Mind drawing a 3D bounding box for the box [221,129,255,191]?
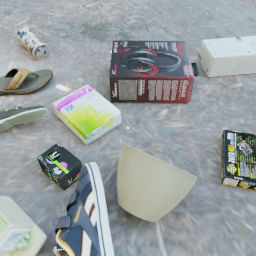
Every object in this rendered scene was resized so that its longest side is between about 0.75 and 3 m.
[{"bbox_3d":[3.125,0.821,7.323,1.300,0.402,1.628,8,48,10],"label":"box"}]

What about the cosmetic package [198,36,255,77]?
[{"bbox_3d":[3.955,-2.620,10.146,2.441,0.904,1.241,-5,47,-6],"label":"cosmetic package"}]

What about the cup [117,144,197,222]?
[{"bbox_3d":[0.457,1.280,6.180,1.768,1.768,1.265,23,85,20],"label":"cup"}]

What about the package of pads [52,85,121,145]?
[{"bbox_3d":[-1.192,-0.451,8.355,1.355,0.598,1.755,-33,56,-25],"label":"package of pads"}]

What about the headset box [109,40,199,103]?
[{"bbox_3d":[0.878,-1.924,9.362,2.885,1.082,2.145,1,47,1],"label":"headset box"}]

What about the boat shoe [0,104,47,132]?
[{"bbox_3d":[-3.198,-0.389,8.018,1.660,0.592,0.500,-20,68,-9],"label":"boat shoe"}]

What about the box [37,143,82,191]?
[{"bbox_3d":[-1.692,0.962,7.067,0.936,0.582,0.695,32,55,27],"label":"box"}]

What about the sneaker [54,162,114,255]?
[{"bbox_3d":[-0.968,1.963,5.782,1.124,1.110,2.831,-5,49,-12],"label":"sneaker"}]

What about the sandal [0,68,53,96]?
[{"bbox_3d":[-3.811,-1.652,9.386,2.526,0.689,1.032,-7,48,-6],"label":"sandal"}]

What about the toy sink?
[{"bbox_3d":[-2.517,2.129,5.626,1.390,0.779,0.906,33,85,26],"label":"toy sink"}]

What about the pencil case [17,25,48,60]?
[{"bbox_3d":[-3.709,-3.309,10.887,0.636,0.731,1.634,-29,55,-25],"label":"pencil case"}]
